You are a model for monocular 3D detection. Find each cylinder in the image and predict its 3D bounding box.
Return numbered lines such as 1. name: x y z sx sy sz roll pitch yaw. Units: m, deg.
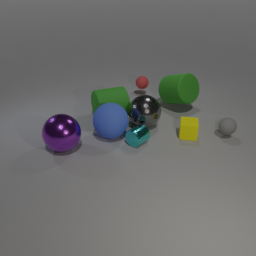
1. cylinder: -0.794 -1.081 12.528 1.400 1.400 1.400 -11 31 -20
2. cylinder: 0.374 0.290 10.760 0.700 0.700 0.700 23 36 36
3. cylinder: 2.423 -1.855 13.383 1.400 1.400 1.400 -20 15 -32

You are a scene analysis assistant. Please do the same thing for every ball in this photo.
1. ball: 0.768 -2.455 15.118 0.700 0.700 0.700 0 29 0
2. ball: -0.679 -0.285 10.992 1.400 1.400 1.400 0 29 0
3. ball: -2.412 0.178 10.204 1.400 1.400 1.400 0 29 0
4. ball: 0.704 -0.706 11.855 1.400 1.400 1.400 0 29 0
5. ball: 3.966 -0.073 11.149 0.700 0.700 0.700 0 29 0

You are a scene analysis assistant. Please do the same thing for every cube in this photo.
1. cube: 2.434 0.023 11.238 0.700 0.700 0.700 5 31 9
